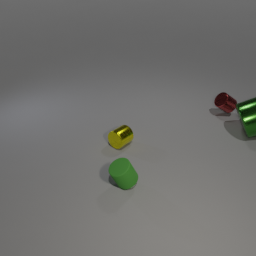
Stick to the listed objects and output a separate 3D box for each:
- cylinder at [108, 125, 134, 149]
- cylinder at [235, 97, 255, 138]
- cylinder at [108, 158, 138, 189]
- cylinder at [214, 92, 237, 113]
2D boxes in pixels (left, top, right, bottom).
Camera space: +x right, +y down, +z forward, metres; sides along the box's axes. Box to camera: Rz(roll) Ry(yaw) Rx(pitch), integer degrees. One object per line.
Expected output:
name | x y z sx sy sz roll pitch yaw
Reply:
cylinder | -0.268 0.322 10.384 0.700 0.700 0.700 23 36 33
cylinder | 5.021 -0.495 10.658 1.400 1.400 1.400 -20 26 18
cylinder | -0.133 1.370 8.435 0.700 0.700 0.700 -17 40 15
cylinder | 4.258 -1.106 12.218 0.700 0.700 0.700 24 19 -31
